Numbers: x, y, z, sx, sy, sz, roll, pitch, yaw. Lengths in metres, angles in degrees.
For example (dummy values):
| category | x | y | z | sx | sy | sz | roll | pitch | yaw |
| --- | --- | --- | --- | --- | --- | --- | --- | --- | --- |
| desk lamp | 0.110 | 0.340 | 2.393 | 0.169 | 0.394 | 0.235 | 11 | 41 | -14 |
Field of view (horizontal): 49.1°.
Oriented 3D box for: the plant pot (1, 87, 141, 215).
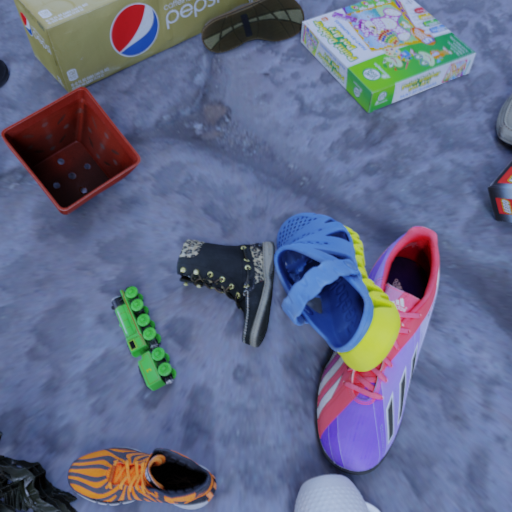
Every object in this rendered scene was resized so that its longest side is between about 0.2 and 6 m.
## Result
| category | x | y | z | sx | sy | sz | roll | pitch | yaw |
| --- | --- | --- | --- | --- | --- | --- | --- | --- | --- |
| plant pot | -2.922 | -1.489 | 8.902 | 1.469 | 1.296 | 1.471 | -39 | 93 | -22 |

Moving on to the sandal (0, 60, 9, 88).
| category | x | y | z | sx | sy | sz | roll | pitch | yaw |
| --- | --- | --- | --- | --- | --- | --- | --- | --- | --- |
| sandal | -5.509 | -3.295 | 10.817 | 0.653 | 0.368 | 1.717 | 31 | 62 | 19 |

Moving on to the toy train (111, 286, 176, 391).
| category | x | y | z | sx | sy | sz | roll | pitch | yaw |
| --- | --- | --- | --- | --- | --- | --- | --- | --- | --- |
| toy train | -1.623 | 1.144 | 7.930 | 0.469 | 0.347 | 1.663 | -28 | 60 | -5 |

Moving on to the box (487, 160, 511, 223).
| category | x | y | z | sx | sy | sz | roll | pitch | yaw |
| --- | --- | --- | --- | --- | --- | --- | --- | --- | --- |
| box | 5.833 | -1.921 | 9.041 | 4.083 | 0.709 | 2.247 | -43 | 32 | -24 |

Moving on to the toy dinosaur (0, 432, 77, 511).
| category | x | y | z | sx | sy | sz | roll | pitch | yaw |
| --- | --- | --- | --- | --- | --- | --- | --- | --- | --- |
| toy dinosaur | -3.491 | 3.220 | 5.824 | 3.635 | 1.857 | 2.467 | 44 | 83 | 1 |

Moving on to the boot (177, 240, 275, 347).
| category | x | y | z | sx | sy | sz | roll | pitch | yaw |
| --- | --- | --- | --- | --- | --- | --- | --- | --- | --- |
| boot | -0.469 | 0.471 | 8.102 | 1.416 | 0.677 | 1.875 | 5 | 45 | 3 |

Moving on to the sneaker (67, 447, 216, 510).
| category | x | y | z | sx | sy | sz | roll | pitch | yaw |
| --- | --- | --- | --- | --- | --- | --- | --- | --- | --- |
| sneaker | -1.367 | 2.516 | 6.560 | 1.809 | 1.014 | 0.702 | 3 | 59 | 0 |

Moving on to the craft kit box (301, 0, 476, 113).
| category | x | y | z | sx | sy | sz | roll | pitch | yaw |
| --- | --- | --- | --- | --- | --- | --- | --- | --- | --- |
| craft kit box | 2.601 | -4.222 | 11.335 | 2.500 | 0.614 | 2.531 | -26 | 60 | -13 |

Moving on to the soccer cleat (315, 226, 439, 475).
| category | x | y | z | sx | sy | sz | roll | pitch | yaw |
| --- | --- | --- | --- | --- | --- | --- | --- | --- | --- |
| soccer cleat | 1.657 | 1.110 | 7.375 | 1.162 | 1.247 | 3.408 | 21 | 59 | 12 |

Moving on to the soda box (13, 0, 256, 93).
| category | x | y | z | sx | sy | sz | roll | pitch | yaw |
| --- | --- | --- | --- | --- | --- | --- | --- | --- | --- |
| soda box | -2.248 | -5.243 | 11.411 | 4.772 | 1.527 | 1.616 | -34 | 62 | -19 |

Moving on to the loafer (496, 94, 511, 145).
| category | x | y | z | sx | sy | sz | roll | pitch | yaw |
| --- | --- | --- | --- | --- | --- | --- | --- | --- | --- |
| loafer | 5.163 | -2.984 | 10.303 | 0.882 | 0.881 | 2.523 | 28 | 61 | 17 |

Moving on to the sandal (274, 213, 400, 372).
| category | x | y | z | sx | sy | sz | roll | pitch | yaw |
| --- | --- | --- | --- | --- | --- | --- | --- | --- | --- |
| sandal | 0.786 | 0.158 | 7.439 | 1.309 | 1.195 | 3.006 | 28 | 17 | -25 |

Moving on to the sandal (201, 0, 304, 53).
| category | x | y | z | sx | sy | sz | roll | pitch | yaw |
| --- | --- | --- | --- | --- | --- | --- | --- | --- | --- |
| sandal | -0.094 | -4.840 | 11.692 | 2.249 | 0.919 | 0.614 | -21 | 37 | -5 |

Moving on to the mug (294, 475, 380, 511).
| category | x | y | z | sx | sy | sz | roll | pitch | yaw |
| --- | --- | --- | --- | --- | --- | --- | --- | --- | --- |
| mug | 1.010 | 3.149 | 6.332 | 1.271 | 0.938 | 1.114 | 17 | 43 | -25 |
